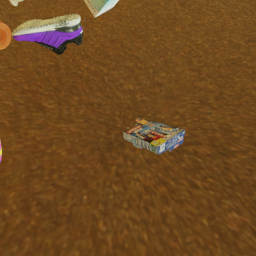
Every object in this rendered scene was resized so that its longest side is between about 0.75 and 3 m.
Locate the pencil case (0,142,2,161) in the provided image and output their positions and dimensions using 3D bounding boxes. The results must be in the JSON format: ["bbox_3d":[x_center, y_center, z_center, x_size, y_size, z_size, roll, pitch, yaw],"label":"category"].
[{"bbox_3d":[-2.367,-0.618,3.396,1.298,1.298,2.938,-17,58,-15],"label":"pencil case"}]

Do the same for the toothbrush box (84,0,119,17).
[{"bbox_3d":[-0.766,-4.275,7.982,0.823,1.413,1.931,-39,13,-20],"label":"toothbrush box"}]

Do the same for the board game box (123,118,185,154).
[{"bbox_3d":[0.302,0.105,4.033,0.756,0.233,0.756,21,28,33],"label":"board game box"}]

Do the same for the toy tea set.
[{"bbox_3d":[-3.237,-3.077,6.240,1.048,1.684,2.832,25,94,22],"label":"toy tea set"}]

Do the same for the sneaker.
[{"bbox_3d":[-2.211,-2.499,7.872,2.007,0.998,0.698,-5,41,8],"label":"sneaker"}]
